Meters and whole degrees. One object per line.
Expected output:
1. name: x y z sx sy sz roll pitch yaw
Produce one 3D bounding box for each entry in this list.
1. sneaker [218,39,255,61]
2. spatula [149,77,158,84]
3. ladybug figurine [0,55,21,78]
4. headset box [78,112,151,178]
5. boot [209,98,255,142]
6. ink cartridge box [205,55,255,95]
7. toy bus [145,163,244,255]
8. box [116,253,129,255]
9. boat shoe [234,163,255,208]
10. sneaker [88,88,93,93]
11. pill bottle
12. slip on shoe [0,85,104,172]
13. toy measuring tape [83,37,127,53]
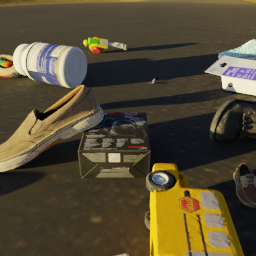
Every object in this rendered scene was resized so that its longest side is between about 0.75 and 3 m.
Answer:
1. sneaker: 5.605 -3.698 13.333 2.573 1.054 0.951 -2 28 -4
2. spatula: 1.024 -1.859 10.985 0.275 0.100 0.974 13 31 19
3. ladybug figurine: -4.933 -2.476 11.418 1.570 0.565 1.066 22 59 19
4. headset box: -0.256 0.277 6.424 1.440 0.747 1.935 0 28 0
5. boot: 3.633 0.080 6.548 2.840 0.983 2.472 -16 32 -31
6. ink cartridge box: 4.678 -2.020 10.710 2.838 0.616 2.811 18 34 26
7. toy bus: 0.802 1.691 3.608 1.173 0.975 2.997 2 29 3
8. box: -0.973 2.111 2.953 2.215 0.910 0.757 -7 30 -11
9. boat shoe: 2.276 1.068 5.363 0.406 0.385 1.072 1 29 2
10. sneaker: -1.468 -0.844 8.252 1.354 0.618 0.525 -7 8 35
11. pill bottle: -2.966 -2.431 10.575 2.567 1.485 1.485 15 32 25
12. slip on shoe: -1.913 -0.006 6.088 2.772 0.840 1.054 -25 28 -1
13. toy measuring tape: -1.246 -4.345 14.960 2.286 0.841 0.841 4 27 -16
